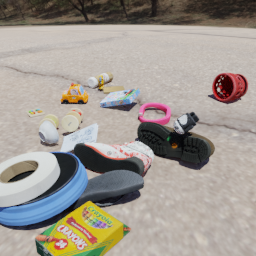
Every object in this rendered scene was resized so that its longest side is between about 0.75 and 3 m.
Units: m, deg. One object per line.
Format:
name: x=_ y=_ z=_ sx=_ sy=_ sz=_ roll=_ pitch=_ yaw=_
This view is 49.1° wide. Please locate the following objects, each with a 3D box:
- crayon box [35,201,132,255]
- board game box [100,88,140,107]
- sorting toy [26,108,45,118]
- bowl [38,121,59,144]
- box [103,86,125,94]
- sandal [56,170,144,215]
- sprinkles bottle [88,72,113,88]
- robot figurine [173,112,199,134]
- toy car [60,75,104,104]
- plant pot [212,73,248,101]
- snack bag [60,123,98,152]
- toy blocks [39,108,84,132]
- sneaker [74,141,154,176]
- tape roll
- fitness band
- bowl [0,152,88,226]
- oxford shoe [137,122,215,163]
crayon box: x=-0.956 y=2.396 z=6.359 sx=1.195 sy=0.478 sz=1.882 roll=21 pitch=32 yaw=36
board game box: x=-0.392 y=-1.488 z=13.838 sx=1.670 sy=0.306 sz=1.263 roll=-6 pitch=27 yaw=30
sorting toy: x=-4.343 y=-0.746 z=13.138 sx=0.705 sy=0.139 sz=0.761 roll=-16 pitch=31 yaw=-30
bowl: x=-2.988 y=0.226 z=10.298 sx=0.931 sy=0.931 sz=0.418 roll=21 pitch=39 yaw=36
box: x=-0.808 y=-2.195 z=16.099 sx=1.225 sy=0.130 sz=1.002 roll=-3 pitch=27 yaw=-7
sandal: x=-0.864 y=1.788 z=7.652 sx=2.679 sy=0.574 sz=1.019 roll=-14 pitch=22 yaw=-6
sprinkles bottle: x=-1.659 y=-2.953 z=17.076 sx=0.625 sy=0.625 sz=1.830 roll=16 pitch=30 yaw=30
robot figurine: x=1.857 y=-0.169 z=9.000 sx=0.827 sy=0.516 sz=0.622 roll=-36 pitch=-2 yaw=12
toy car: x=-2.437 y=-2.263 z=15.028 sx=1.466 sy=0.994 sz=2.988 roll=11 pitch=33 yaw=16
plant pot: x=5.360 y=-2.139 z=14.597 sx=1.331 sy=1.462 sz=1.462 roll=-6 pitch=25 yaw=-33
snack bag: x=-1.788 y=0.427 z=10.253 sx=1.475 sy=0.158 sz=1.391 roll=-22 pitch=26 yaw=8
toy blocks: x=-2.705 y=-0.365 z=11.723 sx=1.599 sy=0.697 sz=1.919 roll=-8 pitch=16 yaw=1
sneaker: x=-0.417 y=0.870 z=9.134 sx=2.528 sy=0.844 sz=1.355 roll=11 pitch=22 yaw=26
tape roll: x=-2.760 y=1.252 z=7.239 sx=1.962 sy=0.358 sz=1.962 roll=-9 pitch=25 yaw=4
fitness band: x=1.233 y=-0.667 z=12.729 sx=1.423 sy=0.371 sz=1.982 roll=5 pitch=28 yaw=9
bowl: x=-2.443 y=1.485 z=7.629 sx=2.653 sy=0.521 sz=2.653 roll=-9 pitch=26 yaw=5
oxford shoe: x=1.627 y=0.486 z=9.900 sx=2.945 sy=1.070 sz=1.243 roll=21 pitch=16 yaw=34
